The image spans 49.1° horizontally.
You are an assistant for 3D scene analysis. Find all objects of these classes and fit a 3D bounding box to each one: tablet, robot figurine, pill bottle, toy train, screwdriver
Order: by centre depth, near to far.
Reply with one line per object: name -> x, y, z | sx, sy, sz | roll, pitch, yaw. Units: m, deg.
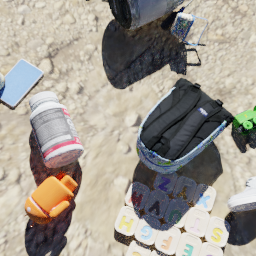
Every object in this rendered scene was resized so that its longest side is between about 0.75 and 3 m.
robot figurine -> -2.094, 1.906, 7.505 | 1.113, 0.902, 1.547 | 40, 74, 12
pill bottle -> -2.152, 0.012, 8.105 | 1.141, 1.141, 2.062 | -23, 71, -9
toy train -> 4.360, -0.528, 8.686 | 2.431, 0.507, 0.686 | -24, 60, -9
tablet -> -3.629, -1.505, 9.244 | 1.017, 0.107, 1.563 | 32, 73, 12
screwdriver -> 2.037, -4.258, 9.500 | 0.349, 0.334, 2.396 | 38, 106, -25

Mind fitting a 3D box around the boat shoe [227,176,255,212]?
boat shoe -> 3.663, 1.685, 7.698 | 2.191, 0.789, 0.751 | -16, 57, -4

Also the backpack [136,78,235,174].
backpack -> 1.354, 0.116, 7.854 | 2.042, 1.924, 2.503 | 39, 52, 12

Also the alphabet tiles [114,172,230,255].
alphabet tiles -> 1.195, 2.649, 7.583 | 2.934, 0.214, 2.870 | 23, 71, 8

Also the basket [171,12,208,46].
basket -> 2.023, -3.330, 9.415 | 1.072, 0.945, 0.745 | 15, 37, -9

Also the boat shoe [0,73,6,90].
boat shoe -> -4.938, -0.985, 8.641 | 2.399, 0.779, 0.865 | -44, 75, -10

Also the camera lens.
camera lens -> 0.559, -4.576, 9.483 | 2.339, 1.871, 1.871 | -29, 72, -12
